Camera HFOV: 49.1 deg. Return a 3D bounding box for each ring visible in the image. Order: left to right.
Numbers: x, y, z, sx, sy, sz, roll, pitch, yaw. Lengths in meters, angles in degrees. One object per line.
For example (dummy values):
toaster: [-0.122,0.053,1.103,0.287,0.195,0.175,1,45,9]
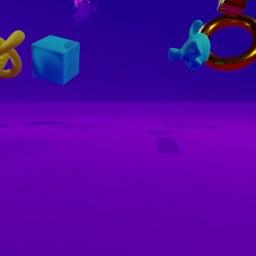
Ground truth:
ring: [2.912,-2.487,8.040,1.959,1.959,0.392,2,-22,21]

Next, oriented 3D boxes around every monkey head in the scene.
monkey head: [-1.337,-3.659,8.735,0.823,1.144,0.689,16,-33,1]
monkey head: [1.439,-1.802,6.517,0.885,1.231,0.742,9,46,20]

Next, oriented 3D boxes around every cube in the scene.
cube: [-2.420,-2.304,9.469,1.152,1.152,1.152,17,36,10]

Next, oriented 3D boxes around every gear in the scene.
gear: [1.792,-2.542,4.039,0.317,1.713,1.713,19,7,4]

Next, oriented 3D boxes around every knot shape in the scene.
knot shape: [-3.581,-2.205,8.097,0.775,1.569,1.677,36,-10,9]
